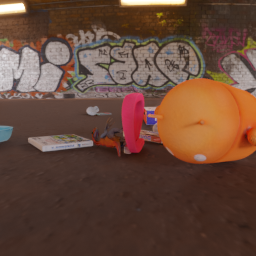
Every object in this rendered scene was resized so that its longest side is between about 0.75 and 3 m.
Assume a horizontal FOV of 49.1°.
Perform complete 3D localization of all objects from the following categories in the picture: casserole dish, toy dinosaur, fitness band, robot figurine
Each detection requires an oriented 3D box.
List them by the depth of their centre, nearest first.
[{"bbox_3d":[1.629,-0.102,5.485,2.725,1.960,1.589,3,-41,-47],"label":"robot figurine"},{"bbox_3d":[0.151,-0.154,6.972,0.368,1.412,1.966,0,10,10],"label":"fitness band"},{"bbox_3d":[-0.541,0.230,7.169,1.402,0.811,1.545,-20,11,32],"label":"toy dinosaur"},{"bbox_3d":[-4.223,0.243,7.877,1.267,0.406,2.093,3,9,19],"label":"casserole dish"}]

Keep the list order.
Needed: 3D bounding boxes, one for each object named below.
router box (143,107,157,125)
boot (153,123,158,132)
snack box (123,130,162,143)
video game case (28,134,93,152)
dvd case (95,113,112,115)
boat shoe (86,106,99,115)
[{"bbox_3d":[2.066,-0.599,13.076,2.622,0.640,2.353,0,8,1],"label":"router box"},{"bbox_3d":[1.380,0.053,8.599,1.453,0.534,0.694,5,0,23],"label":"boot"},{"bbox_3d":[0.614,0.237,8.618,0.598,0.202,1.663,-7,10,-42],"label":"snack box"},{"bbox_3d":[-1.888,0.383,7.731,1.357,0.164,1.489,-5,8,-32],"label":"video game case"},{"bbox_3d":[-1.501,-0.864,17.110,0.831,0.091,0.607,-4,9,-35],"label":"dvd case"},{"bbox_3d":[-2.191,-0.980,16.874,0.458,0.532,1.478,-30,0,18],"label":"boat shoe"}]
